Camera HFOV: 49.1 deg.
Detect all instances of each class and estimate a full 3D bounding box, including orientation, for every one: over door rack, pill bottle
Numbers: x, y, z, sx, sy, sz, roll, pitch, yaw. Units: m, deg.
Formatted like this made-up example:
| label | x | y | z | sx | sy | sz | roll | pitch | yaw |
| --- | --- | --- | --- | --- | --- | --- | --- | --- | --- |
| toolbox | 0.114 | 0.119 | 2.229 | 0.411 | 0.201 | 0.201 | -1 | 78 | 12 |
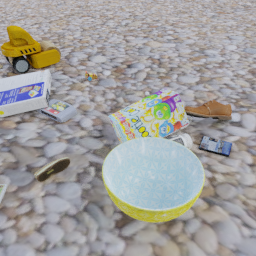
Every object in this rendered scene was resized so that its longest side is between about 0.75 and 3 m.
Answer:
| label | x | y | z | sx | sy | sz | roll | pitch | yaw |
| --- | --- | --- | --- | --- | --- | --- | --- | --- | --- |
| over door rack | 0.876 | -0.361 | 9.324 | 2.296 | 0.765 | 1.696 | -29 | 60 | -33 |
| pill bottle | 1.371 | 0.551 | 8.497 | 1.073 | 0.624 | 0.624 | -16 | 39 | -21 |

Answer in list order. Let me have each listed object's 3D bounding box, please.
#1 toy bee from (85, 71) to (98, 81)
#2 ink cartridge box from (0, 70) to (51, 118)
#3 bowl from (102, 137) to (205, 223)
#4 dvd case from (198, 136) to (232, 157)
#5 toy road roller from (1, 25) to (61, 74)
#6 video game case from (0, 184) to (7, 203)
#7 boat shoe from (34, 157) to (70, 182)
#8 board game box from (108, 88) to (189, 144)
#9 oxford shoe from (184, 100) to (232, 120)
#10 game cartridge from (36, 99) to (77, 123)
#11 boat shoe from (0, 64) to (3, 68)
| label | x | y | z | sx | sy | sz | roll | pitch | yaw |
| --- | --- | --- | --- | --- | --- | --- | --- | --- | --- |
| toy bee | -1.757 | -2.340 | 12.581 | 0.796 | 0.433 | 0.521 | -29 | 47 | -33 |
| ink cartridge box | -4.406 | -1.367 | 11.062 | 2.597 | 0.610 | 2.567 | -14 | 37 | -2 |
| bowl | 0.577 | 1.413 | 6.786 | 2.351 | 1.265 | 2.351 | -1 | 37 | 1 |
| dvd case | 2.782 | 0.576 | 8.905 | 0.947 | 0.083 | 0.676 | 15 | 40 | 20 |
| toy road roller | -4.709 | -3.945 | 13.475 | 2.637 | 1.925 | 1.620 | -22 | 42 | -27 |
| video game case | -3.722 | 1.858 | 7.161 | 0.941 | 0.114 | 1.034 | -1 | 36 | -1 |
| boat shoe | -2.179 | 1.107 | 7.995 | 1.060 | 0.380 | 0.404 | -27 | 32 | -31 |
| board game box | 0.607 | -0.255 | 8.560 | 2.051 | 1.056 | 1.075 | -27 | 22 | -8 |
| oxford shoe | 2.738 | -0.658 | 9.729 | 1.933 | 0.689 | 0.690 | 2 | 4 | -20 |
| game cartridge | -2.629 | -0.674 | 10.484 | 1.365 | 0.279 | 0.909 | 22 | 38 | 27 |
| boat shoe | -6.597 | -3.100 | 13.701 | 0.955 | 0.310 | 0.345 | 9 | 37 | 12 |
